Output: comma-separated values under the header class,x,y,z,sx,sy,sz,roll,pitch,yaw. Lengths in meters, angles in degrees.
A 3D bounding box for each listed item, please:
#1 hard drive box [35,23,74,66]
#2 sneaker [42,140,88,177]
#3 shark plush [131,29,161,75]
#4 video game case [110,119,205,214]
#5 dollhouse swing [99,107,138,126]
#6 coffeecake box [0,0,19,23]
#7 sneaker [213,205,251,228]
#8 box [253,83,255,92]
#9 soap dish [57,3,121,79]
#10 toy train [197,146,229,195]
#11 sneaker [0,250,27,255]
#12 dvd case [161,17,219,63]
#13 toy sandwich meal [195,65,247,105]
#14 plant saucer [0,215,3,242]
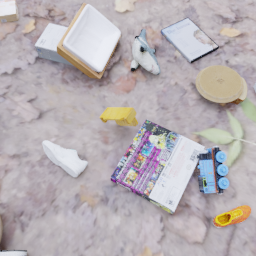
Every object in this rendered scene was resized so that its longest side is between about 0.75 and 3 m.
class,x,y,z,sx,sy,sz,roll,pitch,yaw
hard drive box,-2.826,-3.665,12.330,1.924,0.739,1.500,16,63,8
sneaker,-2.231,0.956,9.972,1.803,0.679,0.798,37,54,13
shark plush,0.733,-3.361,12.391,1.143,1.247,2.745,10,39,-17
video game case,1.064,1.243,9.808,2.402,0.475,2.650,26,64,13
dollhouse swing,-0.271,-0.220,10.066,1.069,0.940,0.972,3,37,26
coffeecake box,-5.848,-5.714,13.632,0.865,0.412,1.127,-11,62,-6
sneaker,3.381,2.833,8.937,1.363,0.526,0.497,-20,62,-12
box,5.929,-1.617,11.268,1.344,0.655,0.836,-9,62,-5
soap dish,-1.609,-3.552,11.654,2.080,1.074,2.643,35,59,-24
toy train,2.814,1.424,9.405,0.928,0.704,1.625,-3,83,-5
sneaker,-4.234,4.115,8.048,2.462,0.932,1.078,-1,67,-1
dvd case,2.823,-4.083,12.869,1.639,0.202,2.298,-30,65,-15
toy sandwich meal,3.732,-1.685,11.333,2.079,0.712,2.079,-2,61,3
plant saucer,-5.154,3.394,8.165,2.961,0.436,2.961,-9,45,9
